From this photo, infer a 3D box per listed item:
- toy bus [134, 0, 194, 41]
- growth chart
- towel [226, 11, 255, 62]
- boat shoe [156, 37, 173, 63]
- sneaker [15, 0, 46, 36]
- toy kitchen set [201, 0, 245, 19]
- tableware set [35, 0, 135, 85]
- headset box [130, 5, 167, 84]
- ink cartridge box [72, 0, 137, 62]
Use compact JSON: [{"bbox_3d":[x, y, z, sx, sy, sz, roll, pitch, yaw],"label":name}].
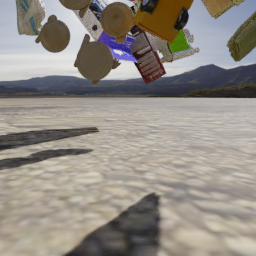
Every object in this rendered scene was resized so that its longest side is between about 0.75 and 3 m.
[{"bbox_3d":[0.829,-2.753,4.707,0.783,2.404,0.941,19,12,-28],"label":"toy bus"},{"bbox_3d":[1.124,-3.410,8.861,2.067,2.857,0.253,-34,9,-32],"label":"growth chart"},{"bbox_3d":[2.564,-2.009,5.437,0.279,1.529,1.134,49,16,20],"label":"towel"},{"bbox_3d":[1.103,-2.352,8.281,0.325,0.914,0.286,-25,-10,22],"label":"boat shoe"},{"bbox_3d":[-2.337,-3.030,6.745,0.690,0.653,1.708,-1,-37,-17],"label":"sneaker"},{"bbox_3d":[2.059,-3.262,5.890,1.374,1.240,1.121,-32,-2,29],"label":"toy kitchen set"},{"bbox_3d":[-0.827,-1.968,5.430,2.010,1.679,0.233,36,10,5],"label":"tableware set"},{"bbox_3d":[0.492,-2.960,10.364,0.932,2.412,1.795,-26,41,14],"label":"headset box"},{"bbox_3d":[-0.572,-2.768,7.590,0.458,2.111,2.092,-37,-6,25],"label":"ink cartridge box"}]
